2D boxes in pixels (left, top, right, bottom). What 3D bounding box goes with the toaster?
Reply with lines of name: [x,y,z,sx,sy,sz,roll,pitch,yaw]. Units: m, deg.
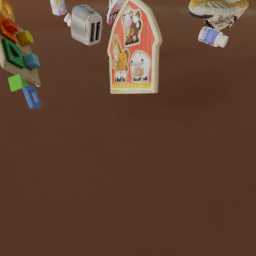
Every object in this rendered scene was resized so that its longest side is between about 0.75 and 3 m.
toaster: [-1.632,-3.947,10.982,1.017,1.574,0.894,37,44,26]

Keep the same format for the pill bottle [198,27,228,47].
pill bottle: [2.605,-2.751,8.542,0.802,0.449,0.449,30,42,22]

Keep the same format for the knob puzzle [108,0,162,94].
knob puzzle: [-0.016,-2.122,7.219,0.374,2.696,2.696,-5,30,-31]

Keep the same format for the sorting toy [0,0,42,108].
sorting toy: [-2.416,-1.834,6.219,0.390,2.864,1.613,-20,-11,6]

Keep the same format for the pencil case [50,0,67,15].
pencil case: [-2.282,-4.218,8.927,0.483,1.162,0.527,-10,47,-6]

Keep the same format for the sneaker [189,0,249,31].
sneaker: [2.777,-3.517,8.848,2.567,1.125,0.971,-18,62,-34]

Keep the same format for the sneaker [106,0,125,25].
sneaker: [-0.278,-4.860,9.940,1.011,2.518,1.087,-14,68,-26]

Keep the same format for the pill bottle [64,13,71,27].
pill bottle: [-2.260,-4.443,11.916,0.870,0.483,0.483,32,22,-25]
